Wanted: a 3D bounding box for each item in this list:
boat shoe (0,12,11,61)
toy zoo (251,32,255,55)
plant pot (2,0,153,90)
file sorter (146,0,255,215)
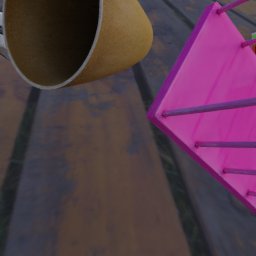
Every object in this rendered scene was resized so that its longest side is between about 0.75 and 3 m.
[{"bbox_3d":[-3.156,-2.093,6.293,1.004,1.020,2.877,6,8,8],"label":"boat shoe"},{"bbox_3d":[3.699,-1.792,6.807,1.398,0.218,2.131,-9,48,39],"label":"toy zoo"},{"bbox_3d":[-0.550,-1.750,4.923,2.123,2.123,2.278,26,21,30],"label":"plant pot"},{"bbox_3d":[1.773,-0.131,2.980,1.492,2.379,1.653,-3,52,56],"label":"file sorter"}]
